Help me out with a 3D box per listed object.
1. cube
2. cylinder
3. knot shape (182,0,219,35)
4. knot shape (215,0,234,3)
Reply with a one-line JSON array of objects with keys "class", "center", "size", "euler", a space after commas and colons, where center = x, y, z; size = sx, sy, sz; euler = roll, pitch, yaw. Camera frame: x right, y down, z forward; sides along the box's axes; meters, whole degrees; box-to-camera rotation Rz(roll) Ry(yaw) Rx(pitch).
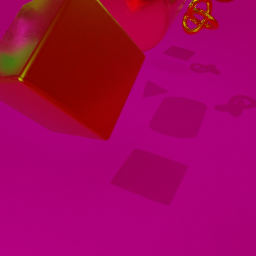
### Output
[{"class": "cube", "center": [-0.693, -0.636, 3.029], "size": [1.106, 1.106, 1.106], "euler": [6, 66, 44]}, {"class": "cylinder", "center": [0.203, -2.100, 4.481], "size": [1.310, 1.310, 1.310], "euler": [15, 50, 17]}, {"class": "knot shape", "center": [2.098, -3.073, 7.900], "size": [1.040, 1.111, 0.513], "euler": [30, 56, 0]}, {"class": "knot shape", "center": [1.889, -2.670, 4.431], "size": [1.195, 1.277, 0.590], "euler": [-27, 75, -24]}]
